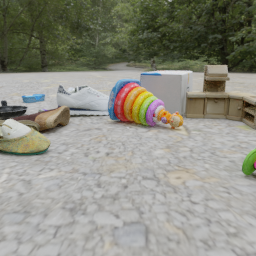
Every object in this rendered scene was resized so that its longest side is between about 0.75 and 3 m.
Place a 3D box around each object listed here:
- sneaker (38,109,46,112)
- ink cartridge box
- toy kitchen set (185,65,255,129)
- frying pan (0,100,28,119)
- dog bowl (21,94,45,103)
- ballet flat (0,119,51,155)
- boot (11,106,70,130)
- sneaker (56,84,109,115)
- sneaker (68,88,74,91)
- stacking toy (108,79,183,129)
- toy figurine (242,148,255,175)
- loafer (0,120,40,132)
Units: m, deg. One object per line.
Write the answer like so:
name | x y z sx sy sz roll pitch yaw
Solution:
sneaker | -3.151 -0.575 11.209 0.889 0.309 0.442 11 12 23
ink cartridge box | 1.710 -1.569 12.109 1.747 1.717 2.374 6 15 22
toy kitchen set | 3.481 -1.203 10.096 2.465 2.011 2.224 1 14 3
frying pan | -5.284 -0.750 11.538 2.824 0.460 1.708 10 17 41
dog bowl | -5.078 -1.600 15.121 0.756 0.336 1.356 9 17 32
ballet flat | -3.204 0.137 7.150 2.533 0.895 0.895 5 15 18
boot | -2.951 -0.370 9.528 1.591 0.692 1.913 1 13 9
sneaker | -1.465 -1.158 11.607 2.926 1.178 1.118 -1 9 -26
sneaker | -2.611 -1.449 13.845 0.784 0.808 2.214 3 23 -9
stacking toy | 0.727 -0.617 9.757 2.694 1.563 1.478 27 24 32
toy figurine | 3.113 0.695 5.259 1.374 1.031 1.264 -30 35 -20
loafer | -3.280 0.076 8.213 1.371 0.521 0.462 0 41 -25
